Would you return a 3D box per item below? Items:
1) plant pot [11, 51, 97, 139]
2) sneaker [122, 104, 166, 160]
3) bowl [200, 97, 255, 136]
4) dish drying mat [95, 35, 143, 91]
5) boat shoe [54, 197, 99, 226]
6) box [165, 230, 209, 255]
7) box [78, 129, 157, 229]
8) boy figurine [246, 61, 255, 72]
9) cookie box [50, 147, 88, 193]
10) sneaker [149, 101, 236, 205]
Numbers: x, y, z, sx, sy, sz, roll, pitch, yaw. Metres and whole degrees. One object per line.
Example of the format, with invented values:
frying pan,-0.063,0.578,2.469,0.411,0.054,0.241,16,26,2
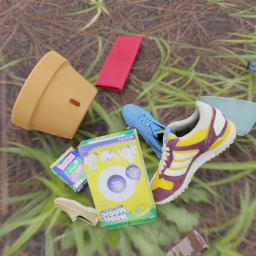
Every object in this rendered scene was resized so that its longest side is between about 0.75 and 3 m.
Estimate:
plant pot,-2.004,-0.773,8.221,1.672,2.389,2.389,29,59,-9
sneaker,0.697,-0.024,8.393,0.803,0.955,2.436,-35,65,-16
bowl,2.952,-0.316,8.308,1.803,1.803,0.943,11,92,7
dish drying mat,-0.293,-2.444,10.275,1.041,0.247,2.709,8,57,19
boat shoe,-1.342,2.172,7.205,1.253,0.449,0.477,18,53,0
box,1.332,2.797,6.361,0.900,0.337,0.450,-46,46,13
box,-0.204,1.366,6.809,1.422,2.423,0.586,-14,13,8
boy figurine,4.642,-2.077,9.762,0.942,0.303,0.585,15,79,1
cookie box,-1.519,1.166,7.892,1.003,0.377,0.858,35,61,16
sneaker,1.182,0.625,7.018,1.338,2.971,1.113,33,18,-22
